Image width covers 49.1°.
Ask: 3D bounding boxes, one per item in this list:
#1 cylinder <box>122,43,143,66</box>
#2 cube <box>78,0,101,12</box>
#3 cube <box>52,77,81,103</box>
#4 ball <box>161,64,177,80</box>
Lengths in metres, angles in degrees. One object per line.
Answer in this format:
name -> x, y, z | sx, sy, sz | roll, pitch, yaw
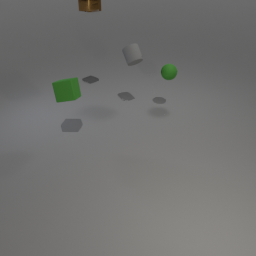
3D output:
cylinder -> 0.197, -3.067, 11.743 | 0.700, 0.700, 0.700 | -21, -2, -1
cube -> -1.621, -5.320, 11.838 | 0.700, 0.700, 0.700 | 24, 36, 37
cube -> -2.121, -1.334, 9.774 | 0.700, 0.700, 0.700 | -6, 17, 11
ball -> 1.765, -2.410, 12.057 | 0.700, 0.700, 0.700 | 0, 32, 0
